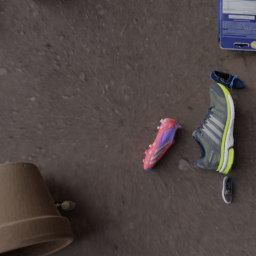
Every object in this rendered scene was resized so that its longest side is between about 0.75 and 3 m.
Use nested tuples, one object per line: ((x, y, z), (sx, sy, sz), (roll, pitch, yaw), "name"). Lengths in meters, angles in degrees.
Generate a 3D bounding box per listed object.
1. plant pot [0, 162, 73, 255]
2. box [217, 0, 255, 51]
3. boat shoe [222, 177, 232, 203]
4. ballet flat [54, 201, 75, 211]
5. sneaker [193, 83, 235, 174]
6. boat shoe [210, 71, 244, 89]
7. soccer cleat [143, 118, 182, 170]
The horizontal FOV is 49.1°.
((-3.262, 2.433, 8.069), (2.873, 2.873, 2.505), (-19, 63, -3), "plant pot")
((3.994, -3.898, 10.050), (1.513, 0.405, 2.498), (4, 79, 1), "box")
((3.281, 2.019, 9.138), (0.299, 0.283, 0.854), (6, 81, 1), "boat shoe")
((-2.178, 2.512, 9.053), (0.918, 0.292, 0.309), (3, 81, 0), "ballet flat")
((2.738, -0.030, 9.108), (1.206, 1.101, 2.980), (2, 79, 3), "sneaker")
((3.443, -1.646, 9.678), (1.202, 0.413, 0.506), (14, 81, 2), "boat shoe")
((1.125, 0.582, 9.242), (0.722, 0.630, 1.888), (26, 83, -11), "soccer cleat")
